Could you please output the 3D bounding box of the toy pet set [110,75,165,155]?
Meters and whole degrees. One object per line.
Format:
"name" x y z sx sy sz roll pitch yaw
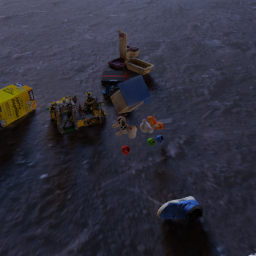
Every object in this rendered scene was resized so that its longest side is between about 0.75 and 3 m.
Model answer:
"toy pet set" 0.526 -0.482 8.879 2.225 1.182 2.078 -15 77 -52

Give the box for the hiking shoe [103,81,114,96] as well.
"hiking shoe" -0.917 -1.771 12.698 0.350 0.408 0.942 10 38 13

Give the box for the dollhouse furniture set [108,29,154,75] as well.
"dollhouse furniture set" 0.507 -4.159 14.700 2.066 1.850 2.607 -31 46 -34

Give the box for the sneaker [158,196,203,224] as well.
"sneaker" 1.406 2.221 7.286 1.180 0.453 0.656 -9 29 -23

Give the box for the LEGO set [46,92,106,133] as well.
"LEGO set" -2.008 -0.886 10.740 2.275 1.318 1.750 -9 38 -12

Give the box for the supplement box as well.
"supplement box" -4.713 -0.938 11.093 0.987 0.981 1.802 22 42 26

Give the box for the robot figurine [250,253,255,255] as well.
"robot figurine" 2.395 3.178 5.385 1.595 0.995 1.198 -34 69 -19

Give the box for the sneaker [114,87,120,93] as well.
"sneaker" -0.382 -1.399 12.172 0.588 0.492 1.296 -20 39 -16

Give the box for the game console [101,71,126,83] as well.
"game console" -0.703 -2.527 13.945 1.235 0.192 1.092 1 40 2
